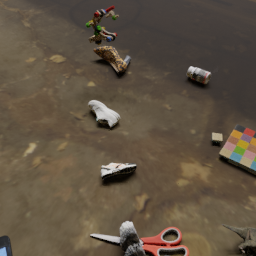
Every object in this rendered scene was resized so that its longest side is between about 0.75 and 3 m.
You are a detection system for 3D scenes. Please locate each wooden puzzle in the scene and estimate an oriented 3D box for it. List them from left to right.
[{"bbox_3d":[4.092,0.750,9.194,2.783,0.195,1.650,27,52,23],"label":"wooden puzzle"}]

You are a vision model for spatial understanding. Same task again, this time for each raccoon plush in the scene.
[{"bbox_3d":[-0.272,3.651,6.080,1.901,1.373,2.838,-24,24,-5],"label":"raccoon plush"}]

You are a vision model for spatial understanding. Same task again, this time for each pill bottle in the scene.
[{"bbox_3d":[2.987,-2.242,11.842,0.890,0.507,0.507,27,52,25],"label":"pill bottle"}]

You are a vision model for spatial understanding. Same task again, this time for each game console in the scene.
[{"bbox_3d":[-3.389,3.215,6.358,1.345,0.890,1.530,-18,49,-16],"label":"game console"}]

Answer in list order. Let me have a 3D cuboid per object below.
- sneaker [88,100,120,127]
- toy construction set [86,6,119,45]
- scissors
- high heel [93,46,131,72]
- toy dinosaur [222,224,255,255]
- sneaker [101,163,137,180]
[{"bbox_3d":[-1.004,-0.505,10.226,1.410,0.531,0.624,30,65,24],"label":"sneaker"},{"bbox_3d":[-1.096,-3.934,10.828,1.145,1.242,1.490,-7,54,45],"label":"toy construction set"},{"bbox_3d":[0.269,2.991,7.068,2.479,0.173,0.907,-2,47,-2],"label":"scissors"},{"bbox_3d":[-0.850,-3.067,12.493,1.826,0.652,1.302,18,42,5],"label":"high heel"},{"bbox_3d":[3.261,2.935,6.884,1.979,0.762,1.012,23,39,28],"label":"toy dinosaur"},{"bbox_3d":[-0.295,1.222,8.595,1.147,0.423,0.459,-11,45,-11],"label":"sneaker"}]
